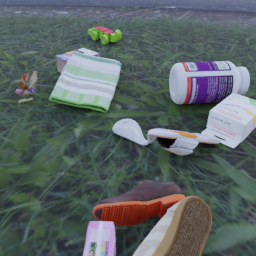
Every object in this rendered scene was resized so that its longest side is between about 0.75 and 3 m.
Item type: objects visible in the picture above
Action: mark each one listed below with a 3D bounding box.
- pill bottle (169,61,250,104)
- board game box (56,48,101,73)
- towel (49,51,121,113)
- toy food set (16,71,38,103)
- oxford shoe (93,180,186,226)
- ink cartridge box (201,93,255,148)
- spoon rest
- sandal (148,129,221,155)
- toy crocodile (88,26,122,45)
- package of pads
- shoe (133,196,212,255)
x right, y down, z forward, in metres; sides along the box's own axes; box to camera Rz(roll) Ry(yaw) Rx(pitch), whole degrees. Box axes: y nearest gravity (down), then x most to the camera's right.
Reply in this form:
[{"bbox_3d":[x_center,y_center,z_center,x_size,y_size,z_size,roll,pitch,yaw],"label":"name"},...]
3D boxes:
[{"bbox_3d":[2.860,-1.620,9.984,2.580,1.451,1.451,-3,34,-6],"label":"pill bottle"},{"bbox_3d":[-2.187,-2.924,12.518,1.240,0.753,1.556,28,43,35],"label":"board game box"},{"bbox_3d":[-1.484,-1.839,10.519,2.167,0.446,2.905,10,45,1],"label":"towel"},{"bbox_3d":[-3.768,-1.558,10.317,0.806,0.200,1.268,-11,62,11],"label":"toy food set"},{"bbox_3d":[0.230,1.551,5.976,2.026,0.721,0.735,0,38,-18],"label":"oxford shoe"},{"bbox_3d":[3.285,-0.294,8.700,1.183,0.680,2.020,27,44,33],"label":"ink cartridge box"},{"bbox_3d":[0.194,0.124,8.391,0.845,0.515,1.701,-21,26,-31],"label":"spoon rest"},{"bbox_3d":[1.599,0.448,7.654,2.260,0.648,0.866,8,4,-25],"label":"sandal"},{"bbox_3d":[-1.390,-5.435,16.163,0.900,0.823,2.665,-25,41,-32],"label":"toy crocodile"},{"bbox_3d":[-0.482,2.367,4.650,0.531,0.846,1.403,1,34,0],"label":"package of pads"},{"bbox_3d":[0.581,2.418,4.751,1.046,0.798,2.991,49,48,-4],"label":"shoe"}]
